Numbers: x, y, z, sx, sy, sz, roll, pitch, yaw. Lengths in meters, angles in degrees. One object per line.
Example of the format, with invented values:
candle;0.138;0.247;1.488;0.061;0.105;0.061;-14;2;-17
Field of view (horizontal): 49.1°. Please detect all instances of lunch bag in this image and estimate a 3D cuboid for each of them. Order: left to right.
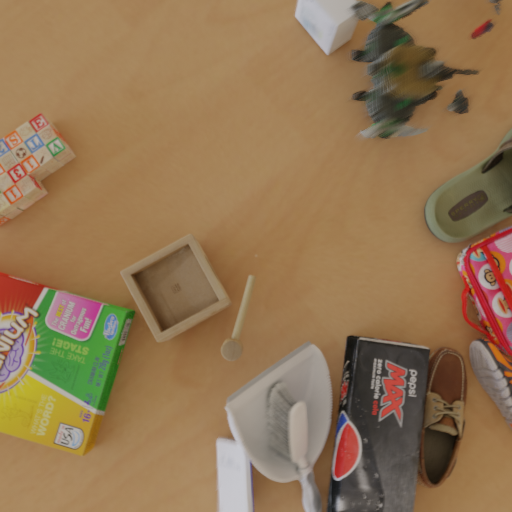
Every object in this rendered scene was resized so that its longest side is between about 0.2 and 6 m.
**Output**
lunch bag;4.198;0.592;9.128;1.777;0.827;2.018;-24;84;2

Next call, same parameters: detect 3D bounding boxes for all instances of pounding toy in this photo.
pounding toy;-0.821;0.744;9.006;1.799;0.937;2.048;-29;85;-3

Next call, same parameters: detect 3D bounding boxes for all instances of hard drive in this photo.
hard drive;-0.338;3.544;8.836;0.150;0.782;1.185;2;81;-38

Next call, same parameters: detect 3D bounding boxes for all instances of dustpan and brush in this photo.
dustpan and brush;0.614;2.993;8.673;1.945;0.797;2.786;-28;123;-36

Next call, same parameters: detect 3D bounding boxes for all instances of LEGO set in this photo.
LEGO set;2.706;-3.391;9.402;3.782;1.072;2.456;-37;102;-14

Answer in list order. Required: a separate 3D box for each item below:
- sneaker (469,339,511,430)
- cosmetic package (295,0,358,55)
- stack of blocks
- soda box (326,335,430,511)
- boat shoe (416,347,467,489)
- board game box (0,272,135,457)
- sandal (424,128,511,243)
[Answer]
sneaker;4.322;1.999;9.058;1.102;0.763;1.967;-33;95;-7
cosmetic package;1.200;-4.109;9.468;0.584;0.947;0.950;-39;85;-7
stack of blocks;-3.987;-1.430;9.426;1.790;0.524;1.031;-36;86;-4
soda box;1.835;3.000;8.715;1.199;1.073;3.389;7;84;1
boat shoe;2.968;2.587;8.888;0.849;0.805;2.243;10;84;1
board game box;-3.834;1.600;9.076;3.118;0.629;2.386;15;85;2
sandal;4.295;-1.341;9.211;3.289;0.938;1.306;-39;86;-4
